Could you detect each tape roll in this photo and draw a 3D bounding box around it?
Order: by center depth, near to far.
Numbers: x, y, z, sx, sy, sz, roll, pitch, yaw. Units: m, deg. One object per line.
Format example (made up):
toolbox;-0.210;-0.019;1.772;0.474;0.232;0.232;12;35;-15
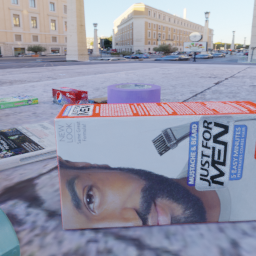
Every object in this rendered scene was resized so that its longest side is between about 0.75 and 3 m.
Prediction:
tape roll;0.234;-1.199;10.938;2.075;0.882;2.075;-1;16;0

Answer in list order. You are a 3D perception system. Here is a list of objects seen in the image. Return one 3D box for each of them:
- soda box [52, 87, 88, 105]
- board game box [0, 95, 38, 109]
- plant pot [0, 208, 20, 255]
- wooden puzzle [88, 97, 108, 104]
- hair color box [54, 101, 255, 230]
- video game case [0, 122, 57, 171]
soda box;-2.407;-1.268;11.526;0.614;0.678;1.937;-14;21;-40
board game box;-4.810;-1.100;11.715;1.708;0.249;1.149;-14;22;-40
plant pot;-1.574;1.267;3.005;0.904;0.639;0.639;21;25;33
wooden puzzle;-1.039;-1.197;12.201;1.751;0.205;1.181;-9;14;-30
hair color box;0.504;0.473;3.961;2.831;1.570;0.905;-2;16;-3
video game case;-2.496;0.352;6.757;1.995;0.256;2.194;-12;21;-37
